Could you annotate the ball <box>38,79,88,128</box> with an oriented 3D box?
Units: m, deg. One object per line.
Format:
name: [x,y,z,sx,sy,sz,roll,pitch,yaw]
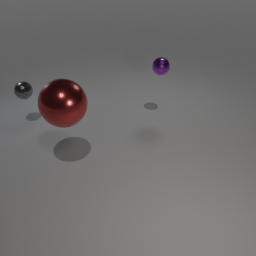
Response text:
ball: [-1.862,-0.711,8.040,1.400,1.400,1.400,0,32,0]

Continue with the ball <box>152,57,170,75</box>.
ball: [1.309,-2.442,11.084,0.700,0.700,0.700,0,32,0]

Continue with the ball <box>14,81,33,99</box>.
ball: [-4.092,-1.470,10.967,0.700,0.700,0.700,0,32,0]
